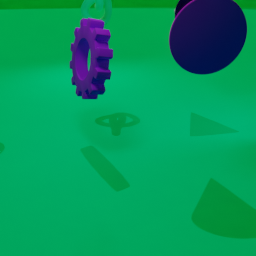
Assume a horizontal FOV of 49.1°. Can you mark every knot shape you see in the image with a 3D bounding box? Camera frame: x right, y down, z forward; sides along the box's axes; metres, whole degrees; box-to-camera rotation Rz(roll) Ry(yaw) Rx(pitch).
[{"bbox_3d":[-0.876,-4.258,9.107,0.785,1.699,1.590,34,-5,11],"label":"knot shape"}]

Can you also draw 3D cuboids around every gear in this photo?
[{"bbox_3d":[-0.958,-1.671,6.880,0.351,1.895,1.895,-3,24,-30],"label":"gear"}]

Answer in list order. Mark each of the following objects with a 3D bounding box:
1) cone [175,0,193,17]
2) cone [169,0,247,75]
[{"bbox_3d":[2.045,-3.292,9.223,1.606,1.606,1.612,-5,-3,-10],"label":"cone"},{"bbox_3d":[1.471,-2.041,5.813,1.444,1.444,1.450,0,30,-1],"label":"cone"}]
